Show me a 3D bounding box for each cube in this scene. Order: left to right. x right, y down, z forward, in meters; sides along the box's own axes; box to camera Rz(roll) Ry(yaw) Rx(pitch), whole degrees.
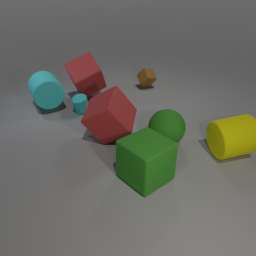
[{"bbox_3d":[-2.068,-2.576,13.790,1.400,1.400,1.400,-29,63,-7],"label":"cube"},{"bbox_3d":[-0.693,-0.477,10.712,1.400,1.400,1.400,-22,36,31],"label":"cube"},{"bbox_3d":[0.576,1.024,8.934,1.400,1.400,1.400,-24,38,-35],"label":"cube"},{"bbox_3d":[1.035,-2.811,15.461,0.700,0.700,0.700,0,61,-41],"label":"cube"}]

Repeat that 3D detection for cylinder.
[{"bbox_3d":[-3.835,-1.786,13.111,1.400,1.400,1.400,-14,35,-23],"label":"cylinder"},{"bbox_3d":[-2.213,-1.123,13.090,0.700,0.700,0.700,-4,44,4],"label":"cylinder"},{"bbox_3d":[3.757,0.314,10.033,1.400,1.400,1.400,-11,32,-9],"label":"cylinder"}]

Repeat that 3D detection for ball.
[{"bbox_3d":[1.462,-0.019,10.563,1.400,1.400,1.400,0,31,0],"label":"ball"}]
